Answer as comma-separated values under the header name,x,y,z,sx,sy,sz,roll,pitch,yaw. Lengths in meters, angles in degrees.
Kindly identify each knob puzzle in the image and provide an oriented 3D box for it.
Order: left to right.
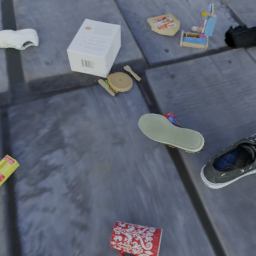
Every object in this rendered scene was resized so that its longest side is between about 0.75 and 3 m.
name,x,y,z,sx,sy,sz,roll,pitch,yaw
knob puzzle,1.525,-4.103,11.340,1.386,0.192,1.386,0,56,0

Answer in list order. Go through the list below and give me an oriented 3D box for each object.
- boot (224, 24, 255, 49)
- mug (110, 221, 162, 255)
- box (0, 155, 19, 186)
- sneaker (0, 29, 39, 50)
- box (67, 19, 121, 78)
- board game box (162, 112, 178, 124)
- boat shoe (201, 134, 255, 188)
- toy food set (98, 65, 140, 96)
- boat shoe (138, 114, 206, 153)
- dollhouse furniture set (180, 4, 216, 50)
name,x,y,z,sx,sy,sz,roll,pitch,yaw
boot,4.631,-3.233,10.458,1.531,0.691,1.869,-10,49,-9
mug,0.169,2.694,6.469,1.105,0.737,0.981,10,55,11
box,-3.529,1.281,7.671,0.408,0.272,1.084,29,61,18
sneaker,-4.260,-3.231,10.542,1.740,0.655,0.770,-15,69,-11
box,-1.148,-2.879,10.048,1.374,0.960,1.805,14,57,9
board game box,1.315,0.022,8.622,0.564,0.106,1.095,-16,58,-9
boat shoe,3.313,0.753,7.696,2.880,0.815,0.988,-26,60,-16
toy food set,-0.283,-1.579,9.648,1.332,0.267,0.920,-33,69,-26
boat shoe,1.235,0.190,8.050,2.082,0.627,0.742,25,86,32
dollhouse furniture set,2.622,-3.990,10.435,1.028,1.575,1.487,9,56,5
